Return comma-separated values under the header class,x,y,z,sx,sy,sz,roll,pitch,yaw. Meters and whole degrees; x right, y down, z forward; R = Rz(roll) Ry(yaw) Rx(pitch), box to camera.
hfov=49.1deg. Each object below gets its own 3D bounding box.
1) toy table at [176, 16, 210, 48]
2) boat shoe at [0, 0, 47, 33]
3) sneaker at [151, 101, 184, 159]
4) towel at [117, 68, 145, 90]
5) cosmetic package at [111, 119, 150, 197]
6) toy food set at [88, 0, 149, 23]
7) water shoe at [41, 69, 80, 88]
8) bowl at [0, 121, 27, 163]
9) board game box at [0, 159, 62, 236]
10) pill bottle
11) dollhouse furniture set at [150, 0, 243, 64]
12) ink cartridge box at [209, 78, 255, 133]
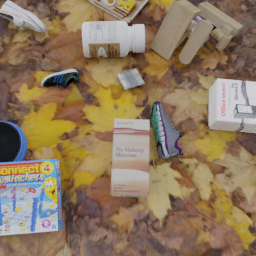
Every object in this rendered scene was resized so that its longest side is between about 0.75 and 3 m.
class,x,y,z,sx,sy,sz,roll,pitch,yaw
toy table,2.663,-4.244,12.252,1.711,1.573,1.002,37,57,12
boat shoe,-4.825,-4.898,12.737,2.559,0.921,0.841,35,81,11
sneaker,1.586,0.040,11.280,1.019,0.866,2.327,-7,83,-13
towel,0.115,-2.138,12.057,0.968,0.174,1.006,-19,59,-12
cosmetic package,0.108,1.149,10.617,1.447,1.221,2.799,0,72,0
toy food set,-0.401,-6.380,13.220,2.779,0.840,1.994,33,75,10
water shoe,-2.883,-2.007,11.965,1.640,0.586,0.647,-22,76,-6
bowl,-5.183,0.756,11.161,2.215,0.435,2.215,0,72,0
board game box,-3.781,2.482,10.213,2.581,0.721,2.527,-4,81,-3
pill bottle,-0.597,-3.819,12.065,2.599,1.486,1.486,-2,72,-1
dollhouse furniture set,3.125,-4.132,12.694,2.618,2.243,2.753,40,42,11
ink cartridge box,4.683,-0.856,11.329,2.560,1.075,1.862,5,72,2
